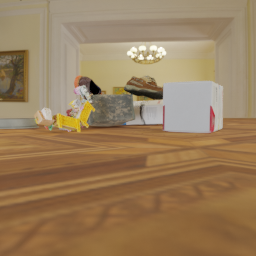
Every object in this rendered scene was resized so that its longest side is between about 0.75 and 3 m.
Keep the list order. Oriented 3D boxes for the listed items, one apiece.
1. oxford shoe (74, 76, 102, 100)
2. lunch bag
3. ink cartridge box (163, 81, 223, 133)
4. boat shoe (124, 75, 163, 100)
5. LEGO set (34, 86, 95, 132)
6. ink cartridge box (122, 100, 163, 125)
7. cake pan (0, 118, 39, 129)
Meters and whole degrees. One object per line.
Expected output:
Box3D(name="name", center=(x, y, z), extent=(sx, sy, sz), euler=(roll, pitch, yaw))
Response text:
Box3D(name="oxford shoe", center=(-1.747, -1.566, 14.320), extent=(0.968, 0.950, 2.670), euler=(9, -27, 28))
Box3D(name="lunch bag", center=(-0.997, -0.707, 12.555), extent=(1.882, 1.349, 2.295), euler=(-4, -8, -25))
Box3D(name="ink cartridge box", center=(2.246, -0.686, 9.396), extent=(1.556, 1.563, 2.151), euler=(1, 3, 28))
Box3D(name="boat shoe", center=(0.709, -1.743, 11.418), extent=(0.878, 0.857, 2.321), euler=(25, -4, -41))
Box3D(name="LEGO set", center=(-2.060, -0.345, 9.032), extent=(1.017, 1.257, 2.734), euler=(-17, 17, 31))
Box3D(name="ink cartridge box", center=(0.700, -0.843, 14.876), extent=(2.494, 1.044, 1.810), euler=(-1, 12, 10))
Box3D(name="cake pan", center=(-4.840, -0.203, 11.741), extent=(2.143, 0.393, 2.143), euler=(0, 3, 0))
